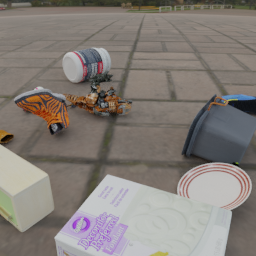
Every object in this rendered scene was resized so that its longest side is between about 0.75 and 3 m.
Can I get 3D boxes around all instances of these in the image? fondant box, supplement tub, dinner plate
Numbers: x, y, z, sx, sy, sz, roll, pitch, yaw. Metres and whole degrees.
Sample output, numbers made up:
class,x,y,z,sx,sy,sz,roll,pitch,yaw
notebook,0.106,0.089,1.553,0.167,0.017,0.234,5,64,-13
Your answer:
class,x,y,z,sx,sy,sz,roll,pitch,yaw
fondant box,0.388,2.248,5.722,2.994,0.872,2.160,11,30,22
supplement tub,-2.287,-3.561,15.681,2.342,1.643,1.643,-25,37,-38
dinner plate,2.222,1.559,7.304,1.860,0.225,1.860,-16,28,9

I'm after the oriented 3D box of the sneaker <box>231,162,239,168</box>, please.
class,x,y,z,sx,sy,sz,roll,pitch,yaw
sneaker,2.761,1.318,7.825,0.443,0.511,1.234,21,35,33

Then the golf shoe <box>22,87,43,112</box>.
class,x,y,z,sx,sy,sz,roll,pitch,yaw
golf shoe,-4.026,-1.263,12.547,0.834,0.658,1.812,5,37,2

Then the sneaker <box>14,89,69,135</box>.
class,x,y,z,sx,sy,sz,roll,pitch,yaw
sneaker,-2.748,-0.502,9.684,0.975,1.408,2.512,-21,-6,21

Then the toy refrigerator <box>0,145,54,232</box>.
class,x,y,z,sx,sy,sz,roll,pitch,yaw
toy refrigerator,-3.303,1.306,7.197,2.992,1.136,1.047,21,35,33

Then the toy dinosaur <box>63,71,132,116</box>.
class,x,y,z,sx,sy,sz,roll,pitch,yaw
toy dinosaur,-1.286,-1.308,11.940,2.962,1.513,2.010,21,46,-6

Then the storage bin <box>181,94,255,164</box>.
class,x,y,z,sx,sy,sz,roll,pitch,yaw
storage bin,3.126,0.068,9.070,1.696,1.838,2.525,25,36,21

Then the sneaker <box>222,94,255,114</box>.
class,x,y,z,sx,sy,sz,roll,pitch,yaw
sneaker,5.180,-1.081,11.933,2.516,0.829,0.986,3,31,7

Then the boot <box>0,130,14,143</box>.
class,x,y,z,sx,sy,sz,roll,pitch,yaw
boot,-4.711,0.365,9.605,0.950,0.467,1.327,11,23,31

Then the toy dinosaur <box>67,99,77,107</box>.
class,x,y,z,sx,sy,sz,roll,pitch,yaw
toy dinosaur,-2.429,-1.141,12.628,0.752,0.395,0.683,-12,8,3
